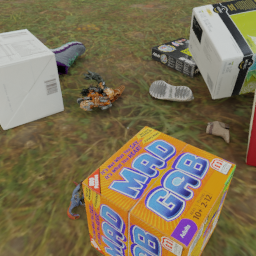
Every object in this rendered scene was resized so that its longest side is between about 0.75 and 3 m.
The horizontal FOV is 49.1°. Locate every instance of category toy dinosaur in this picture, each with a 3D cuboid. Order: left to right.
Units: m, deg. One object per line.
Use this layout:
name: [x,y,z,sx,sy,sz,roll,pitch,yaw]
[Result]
toy dinosaur: [-1.187,1.718,6.597,0.959,0.504,0.870,-15,31,53]
toy dinosaur: [-0.966,-1.174,9.962,1.432,1.078,2.110,43,24,24]

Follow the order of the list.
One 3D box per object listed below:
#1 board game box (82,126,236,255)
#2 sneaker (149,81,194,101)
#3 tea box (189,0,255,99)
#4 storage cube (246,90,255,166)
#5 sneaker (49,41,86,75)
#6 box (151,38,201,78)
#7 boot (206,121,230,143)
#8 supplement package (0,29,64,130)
board game box: [0.577,1.535,5.362,1.951,1.951,1.953,24,43,28]
sneaker: [1.557,-1.224,10.181,1.760,0.658,0.722,21,-2,37]
tea box: [3.822,-2.774,9.486,2.729,1.854,2.774,-11,55,-1]
storage cube: [4.595,-0.370,7.347,2.463,2.740,2.342,9,39,22]
sneaker: [-2.746,-2.854,12.206,1.264,1.075,2.889,49,47,8]
box: [2.688,-3.293,12.800,2.075,0.573,2.590,-25,44,-29]
boot: [2.761,0.127,8.610,0.677,0.325,0.926,3,36,14]
supplement package: [-3.825,-1.794,9.550,2.114,2.130,2.806,-22,43,-26]
